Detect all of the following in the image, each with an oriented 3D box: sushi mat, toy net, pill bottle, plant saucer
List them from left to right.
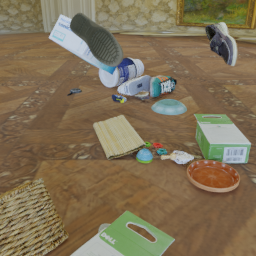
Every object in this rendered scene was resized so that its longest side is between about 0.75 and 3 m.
[{"bbox_3d":[-0.430,0.244,10.551,1.378,0.174,2.881,-18,28,-10],"label":"sushi mat"},{"bbox_3d":[-0.314,-3.550,17.477,1.548,1.548,2.788,21,31,38],"label":"pill bottle"},{"bbox_3d":[1.244,0.897,9.310,1.850,0.357,0.970,9,23,14],"label":"toy net"},{"bbox_3d":[2.010,-1.105,13.632,1.736,0.334,1.736,0,24,0],"label":"plant saucer"},{"bbox_3d":[2.487,1.422,8.254,1.498,0.242,1.498,1,25,0],"label":"plant saucer"}]

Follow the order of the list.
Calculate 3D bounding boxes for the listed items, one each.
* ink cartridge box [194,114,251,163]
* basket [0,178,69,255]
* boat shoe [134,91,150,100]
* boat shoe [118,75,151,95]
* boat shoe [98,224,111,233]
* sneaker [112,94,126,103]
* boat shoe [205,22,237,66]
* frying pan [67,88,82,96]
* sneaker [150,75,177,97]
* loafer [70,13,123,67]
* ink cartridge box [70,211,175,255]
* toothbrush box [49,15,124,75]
[{"bbox_3d":[3.218,0.302,10.046,1.322,0.755,2.546,0,25,0],"label":"ink cartridge box"},{"bbox_3d":[-2.633,2.219,6.050,2.027,1.510,1.446,-26,2,-43],"label":"basket"},{"bbox_3d":[0.745,-1.671,14.774,0.438,0.395,1.218,-33,17,-23],"label":"boat shoe"},{"bbox_3d":[0.454,-2.386,15.602,0.882,0.993,2.699,3,13,36],"label":"boat shoe"},{"bbox_3d":[-0.081,2.412,5.944,1.331,0.471,0.424,11,-7,41],"label":"boat shoe"},{"bbox_3d":[-0.470,-1.533,14.590,0.885,0.327,0.364,24,29,30],"label":"sneaker"},{"bbox_3d":[3.184,-2.907,9.688,0.728,0.808,2.248,-3,50,2],"label":"boat shoe"},{"bbox_3d":[-3.162,-2.085,15.967,1.168,0.190,0.707,-19,30,-41],"label":"frying pan"},{"bbox_3d":[2.006,-2.411,15.628,1.133,1.012,2.836,5,23,20],"label":"sneaker"},{"bbox_3d":[-0.861,-2.732,8.698,2.351,0.894,0.793,50,21,22],"label":"loafer"},{"bbox_3d":[-0.341,2.637,5.027,1.256,0.717,2.419,20,31,36],"label":"ink cartridge box"},{"bbox_3d":[-1.786,-3.674,12.634,2.040,1.188,2.786,32,5,23],"label":"toothbrush box"}]
